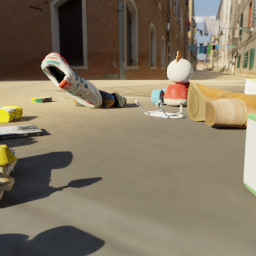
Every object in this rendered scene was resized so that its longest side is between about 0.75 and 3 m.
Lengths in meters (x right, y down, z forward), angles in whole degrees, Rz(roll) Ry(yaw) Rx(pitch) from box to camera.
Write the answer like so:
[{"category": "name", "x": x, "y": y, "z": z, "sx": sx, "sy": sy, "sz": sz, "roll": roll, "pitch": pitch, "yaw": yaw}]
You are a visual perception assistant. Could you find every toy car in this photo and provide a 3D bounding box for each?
[{"category": "toy car", "x": 2.300, "y": -2.109, "z": 11.986, "sx": 2.086, "sy": 2.264, "sz": 2.002, "roll": 7, "pitch": 14, "yaw": 30}]

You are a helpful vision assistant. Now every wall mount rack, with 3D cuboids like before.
[{"category": "wall mount rack", "x": 0.997, "y": -0.624, "z": 8.997, "sx": 1.288, "sy": 0.553, "sz": 1.483, "roll": -11, "pitch": 15, "yaw": -42}]

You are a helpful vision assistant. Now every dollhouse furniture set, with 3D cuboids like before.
[{"category": "dollhouse furniture set", "x": -2.376, "y": 0.061, "z": 3.656, "sx": 2.062, "sy": 1.345, "sz": 1.946, "roll": -1, "pitch": 12, "yaw": -9}]

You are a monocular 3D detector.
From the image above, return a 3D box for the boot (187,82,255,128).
[{"category": "boot", "x": 3.051, "y": -0.666, "z": 8.125, "sx": 2.249, "sy": 1.071, "sz": 2.907, "roll": -2, "pitch": 23, "yaw": -7}]

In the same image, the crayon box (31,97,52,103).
[{"category": "crayon box", "x": -4.120, "y": -1.356, "z": 13.402, "sx": 0.649, "sy": 0.219, "sz": 0.752, "roll": 5, "pitch": 12, "yaw": 22}]

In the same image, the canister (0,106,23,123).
[{"category": "canister", "x": -3.652, "y": -0.412, "z": 8.406, "sx": 0.654, "sy": 0.381, "sz": 0.880, "roll": 1, "pitch": 13, "yaw": 3}]

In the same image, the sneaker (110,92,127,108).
[{"category": "sneaker", "x": -0.459, "y": -1.203, "z": 11.818, "sx": 0.709, "sy": 0.613, "sz": 1.620, "roll": -2, "pitch": 11, "yaw": -39}]

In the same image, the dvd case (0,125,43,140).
[{"category": "dvd case", "x": -2.662, "y": 0.098, "z": 6.477, "sx": 1.157, "sy": 0.143, "sz": 0.870, "roll": -7, "pitch": 14, "yaw": -28}]

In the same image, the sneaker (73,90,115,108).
[{"category": "sneaker", "x": -1.324, "y": -1.265, "z": 11.721, "sx": 1.931, "sy": 0.727, "sz": 0.851, "roll": 6, "pitch": 12, "yaw": 24}]

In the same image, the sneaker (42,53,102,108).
[{"category": "sneaker", "x": -2.100, "y": -1.549, "z": 10.365, "sx": 0.953, "sy": 2.705, "sz": 1.265, "roll": -39, "pitch": 21, "yaw": 19}]

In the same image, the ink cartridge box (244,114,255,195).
[{"category": "ink cartridge box", "x": 2.677, "y": 0.387, "z": 2.706, "sx": 2.392, "sy": 0.994, "sz": 1.753, "roll": -3, "pitch": 12, "yaw": -3}]

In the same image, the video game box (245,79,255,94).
[{"category": "video game box", "x": 5.974, "y": -1.106, "z": 9.796, "sx": 2.951, "sy": 0.691, "sz": 2.689, "roll": 3, "pitch": 25, "yaw": 5}]
